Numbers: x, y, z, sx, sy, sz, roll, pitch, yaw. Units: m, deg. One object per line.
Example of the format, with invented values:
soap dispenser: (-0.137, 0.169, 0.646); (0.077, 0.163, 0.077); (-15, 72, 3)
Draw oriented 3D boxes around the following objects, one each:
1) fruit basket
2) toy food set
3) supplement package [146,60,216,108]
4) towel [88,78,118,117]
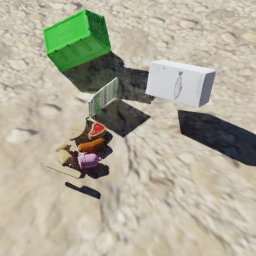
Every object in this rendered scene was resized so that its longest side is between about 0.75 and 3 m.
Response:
fruit basket: (-1.360, -2.530, 8.298); (1.954, 1.954, 1.409); (-11, 77, -8)
toy food set: (-1.058, 0.444, 6.526); (1.140, 0.282, 1.793); (18, 46, 14)
supplement package: (1.226, -1.068, 6.549); (1.361, 0.796, 0.798); (19, 23, 28)
towel: (-0.627, -0.761, 7.151); (0.117, 0.764, 1.002); (40, 64, 18)
